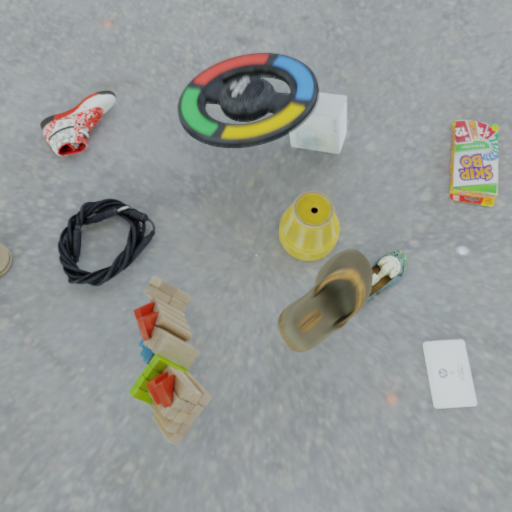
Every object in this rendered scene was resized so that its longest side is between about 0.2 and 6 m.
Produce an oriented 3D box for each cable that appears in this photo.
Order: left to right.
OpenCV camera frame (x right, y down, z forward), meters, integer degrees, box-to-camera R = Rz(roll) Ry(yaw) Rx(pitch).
[{"bbox_3d":[-3.080,-0.292,10.998,1.633,0.509,2.002,33,67,11],"label":"cable"}]

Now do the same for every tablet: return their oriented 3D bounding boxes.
[{"bbox_3d":[3.561,2.164,10.320,0.802,0.084,1.232,-3,67,-1],"label":"tablet"}]

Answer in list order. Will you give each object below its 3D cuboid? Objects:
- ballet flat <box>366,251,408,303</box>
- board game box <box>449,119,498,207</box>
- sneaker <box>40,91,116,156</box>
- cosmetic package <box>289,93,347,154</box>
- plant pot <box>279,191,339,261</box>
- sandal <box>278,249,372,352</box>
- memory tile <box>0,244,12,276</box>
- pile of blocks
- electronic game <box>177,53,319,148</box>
[{"bbox_3d":[2.359,0.413,10.781,1.661,0.616,0.616,-41,73,-15],"label":"ballet flat"},{"bbox_3d":[4.654,-2.006,11.951,0.940,0.295,1.968,9,71,4],"label":"board game box"},{"bbox_3d":[-3.685,-2.810,12.102,1.760,0.588,0.943,-28,71,-7],"label":"sneaker"},{"bbox_3d":[1.262,-2.732,11.457,1.079,1.075,0.663,11,62,15],"label":"cosmetic package"},{"bbox_3d":[1.069,-0.655,10.911,1.209,1.137,1.209,0,68,-1],"label":"plant pot"},{"bbox_3d":[1.253,0.643,8.829,0.959,0.645,2.388,52,49,1],"label":"sandal"},{"bbox_3d":[-6.243,0.804,10.794,2.235,0.245,2.916,18,68,7],"label":"memory tile"},{"bbox_3d":[-1.667,1.490,9.038,1.256,0.951,3.060,-39,39,17],"label":"pile of blocks"},{"bbox_3d":[-0.158,-2.826,10.003,2.554,0.531,2.554,-6,52,8],"label":"electronic game"}]
